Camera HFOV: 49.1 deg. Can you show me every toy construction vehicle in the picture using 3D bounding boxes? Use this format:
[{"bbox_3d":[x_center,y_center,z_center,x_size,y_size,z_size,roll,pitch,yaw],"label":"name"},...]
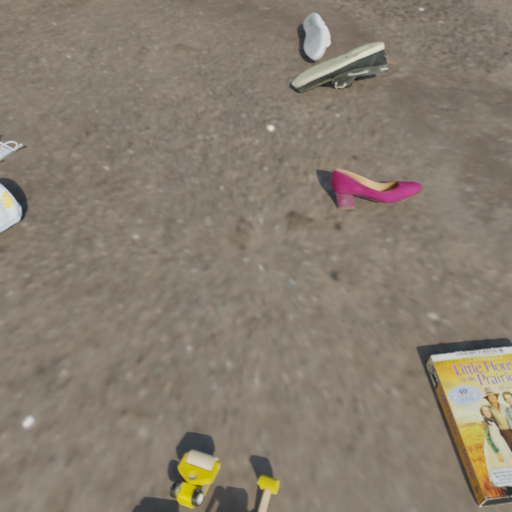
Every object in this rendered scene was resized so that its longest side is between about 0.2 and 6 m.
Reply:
[{"bbox_3d":[-0.615,3.290,6.685,1.478,0.598,1.697,6,45,21],"label":"toy construction vehicle"}]

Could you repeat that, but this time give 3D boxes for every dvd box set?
[{"bbox_3d":[3.419,2.248,7.699,1.528,0.307,2.088,-4,48,-5],"label":"dvd box set"}]

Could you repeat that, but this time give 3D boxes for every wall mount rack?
[{"bbox_3d":[-5.337,-2.167,11.613,0.880,0.378,1.013,27,54,22],"label":"wall mount rack"}]

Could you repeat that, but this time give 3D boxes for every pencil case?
[{"bbox_3d":[-5.199,-0.354,9.586,1.072,0.982,2.363,26,53,14],"label":"pencil case"}]

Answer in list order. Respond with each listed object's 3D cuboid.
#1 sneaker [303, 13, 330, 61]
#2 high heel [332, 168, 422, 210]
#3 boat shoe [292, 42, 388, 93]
[{"bbox_3d":[1.650,-5.589,14.458,0.644,0.664,1.818,31,45,-32],"label":"sneaker"},{"bbox_3d":[2.252,-1.373,10.447,1.642,0.789,0.554,-12,25,1],"label":"high heel"},{"bbox_3d":[1.989,-4.282,13.233,2.286,0.773,0.821,-20,30,4],"label":"boat shoe"}]
